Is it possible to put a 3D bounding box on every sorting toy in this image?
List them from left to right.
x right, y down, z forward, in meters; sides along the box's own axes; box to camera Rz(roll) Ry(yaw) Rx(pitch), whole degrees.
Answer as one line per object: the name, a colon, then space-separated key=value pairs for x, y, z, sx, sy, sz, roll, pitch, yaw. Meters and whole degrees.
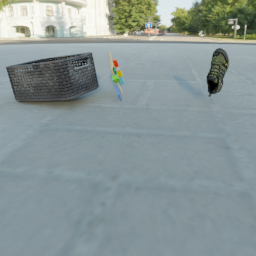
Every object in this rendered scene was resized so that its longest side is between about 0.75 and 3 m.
sorting toy: x=-0.401 y=-2.038 z=10.383 sx=0.322 sy=1.330 sz=2.361 roll=-17 pitch=43 yaw=4

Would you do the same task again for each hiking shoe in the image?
hiking shoe: x=2.826 y=-1.745 z=8.881 sx=0.566 sy=1.495 sz=0.752 roll=12 pitch=29 yaw=27

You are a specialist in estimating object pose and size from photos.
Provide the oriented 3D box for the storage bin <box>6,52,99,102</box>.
storage bin: x=-2.577 y=-1.748 z=9.661 sx=2.689 sy=1.261 sz=1.818 roll=1 pitch=22 yaw=30
